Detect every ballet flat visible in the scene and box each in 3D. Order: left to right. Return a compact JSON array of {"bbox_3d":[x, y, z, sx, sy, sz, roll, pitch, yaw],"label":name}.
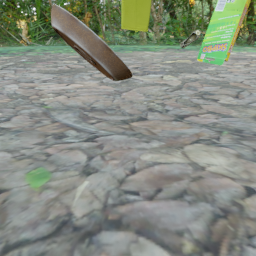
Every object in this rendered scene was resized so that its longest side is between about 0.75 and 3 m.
[{"bbox_3d":[2.061,-2.926,9.211,0.812,0.274,0.188,-36,-2,8],"label":"ballet flat"}]

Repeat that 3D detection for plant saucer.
[{"bbox_3d":[-1.030,-2.088,7.419,2.690,0.463,2.690,41,2,-1],"label":"plant saucer"}]

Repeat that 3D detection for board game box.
[{"bbox_3d":[3.340,-3.409,9.950,0.352,2.351,1.123,14,9,-46],"label":"board game box"}]

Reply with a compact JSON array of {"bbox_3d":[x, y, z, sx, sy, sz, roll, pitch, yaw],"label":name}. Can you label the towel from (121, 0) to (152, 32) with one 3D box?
[{"bbox_3d":[0.161,-2.424,5.327,0.583,1.355,0.122,9,60,3],"label":"towel"}]
